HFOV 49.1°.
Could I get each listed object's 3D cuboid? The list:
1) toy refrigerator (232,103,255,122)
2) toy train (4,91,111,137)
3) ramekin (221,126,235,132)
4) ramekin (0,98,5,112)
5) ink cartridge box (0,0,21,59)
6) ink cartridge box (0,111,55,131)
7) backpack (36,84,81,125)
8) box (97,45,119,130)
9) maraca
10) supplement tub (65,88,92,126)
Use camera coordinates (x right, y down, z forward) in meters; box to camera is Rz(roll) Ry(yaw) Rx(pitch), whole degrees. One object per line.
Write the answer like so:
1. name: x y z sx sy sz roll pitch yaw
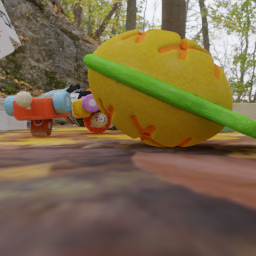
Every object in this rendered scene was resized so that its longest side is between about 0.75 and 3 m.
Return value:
1. toy refrigerator: 2.412 -0.312 7.231 1.704 0.647 0.596 0 2 4
2. toy train: -0.311 -0.182 4.013 2.452 0.682 1.842 -3 3 8
3. ramekin: 1.258 -0.377 5.738 1.760 0.860 1.760 0 2 0
4. ramekin: -4.147 -0.493 9.226 1.869 0.870 1.869 0 1 0
5. ink cartridge box: -2.814 -1.934 5.682 0.872 1.505 0.502 -27 -7 5
6. ink cartridge box: -2.304 -0.161 6.232 0.691 0.407 1.200 1 2 38
7. backpack: -2.747 -0.827 10.861 1.937 1.616 1.226 -5 4 18
8. box: -0.037 -0.896 7.144 0.530 1.818 2.655 0 2 18
9. maraca: 0.438 -0.272 2.503 1.884 1.008 1.292 28 14 24
10. supplement tub: -0.995 -0.634 8.658 1.962 1.202 1.202 1 2 24
